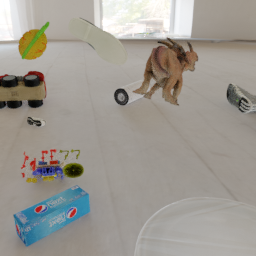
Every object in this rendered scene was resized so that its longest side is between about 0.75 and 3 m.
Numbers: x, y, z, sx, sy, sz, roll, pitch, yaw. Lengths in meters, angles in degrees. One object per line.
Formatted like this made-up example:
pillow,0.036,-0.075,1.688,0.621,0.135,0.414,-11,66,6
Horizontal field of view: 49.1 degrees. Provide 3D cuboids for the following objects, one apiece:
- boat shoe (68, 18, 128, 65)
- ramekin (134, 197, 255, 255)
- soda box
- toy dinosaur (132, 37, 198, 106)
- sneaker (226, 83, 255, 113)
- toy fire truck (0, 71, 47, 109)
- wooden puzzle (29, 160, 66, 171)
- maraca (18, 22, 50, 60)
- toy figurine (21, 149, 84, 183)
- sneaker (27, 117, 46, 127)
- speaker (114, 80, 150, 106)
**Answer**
boat shoe,-0.773,-2.516,8.079,1.979,0.721,0.611,35,22,6
ramekin,1.321,2.187,3.872,2.532,1.179,2.532,0,22,0
soda box,-1.521,1.756,5.770,1.483,0.503,0.476,-19,30,-38
toy dinosaur,1.022,-1.670,7.459,1.212,1.914,2.824,17,5,17
sneaker,5.509,-1.318,12.851,1.345,0.874,2.330,3,33,-6
toy fire truck,-5.224,-2.020,13.626,2.568,1.877,2.917,-3,33,-6
wooden puzzle,-2.141,0.977,7.524,0.866,0.200,0.802,-8,-8,-10
maraca,-2.906,-2.720,8.774,0.799,1.494,1.024,35,38,-22
toy figurine,-1.939,1.011,7.264,1.494,0.788,0.895,-4,-14,-14
sneaker,-3.546,-0.237,10.867,0.886,0.327,0.354,18,15,27
speaker,0.253,-1.769,13.709,0.858,0.858,2.114,14,26,29
